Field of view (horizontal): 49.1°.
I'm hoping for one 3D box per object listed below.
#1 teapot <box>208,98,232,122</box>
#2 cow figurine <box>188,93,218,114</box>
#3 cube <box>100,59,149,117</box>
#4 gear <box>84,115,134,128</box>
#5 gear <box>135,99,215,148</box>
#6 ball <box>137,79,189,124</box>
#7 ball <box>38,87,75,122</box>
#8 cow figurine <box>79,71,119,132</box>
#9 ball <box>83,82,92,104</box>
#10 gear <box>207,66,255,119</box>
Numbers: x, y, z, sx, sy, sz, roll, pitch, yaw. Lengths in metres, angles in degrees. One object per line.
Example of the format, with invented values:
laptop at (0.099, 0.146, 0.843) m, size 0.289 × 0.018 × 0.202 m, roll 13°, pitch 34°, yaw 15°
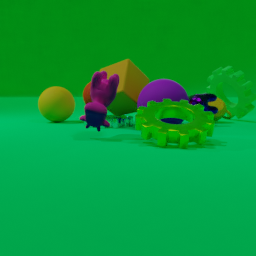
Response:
teapot at (2.795, -0.599, 9.552) m, size 1.490 × 0.730 × 0.927 m, roll 18°, pitch 55°, yaw 15°
cow figurine at (1.737, -0.625, 8.723) m, size 1.614 × 0.900 × 1.640 m, roll -1°, pitch -7°, yaw -19°
cube at (-0.168, -1.137, 8.225) m, size 1.106 × 1.106 × 1.106 m, roll -11°, pitch -31°, yaw 36°
gear at (-0.591, -0.215, 8.574) m, size 1.502 × 0.278 × 1.502 m, roll 0°, pitch 7°, yaw 0°
gear at (0.915, -0.143, 5.557) m, size 1.524 × 0.282 × 1.524 m, roll 0°, pitch 30°, yaw 0°
ball at (0.924, -0.604, 7.367) m, size 1.354 × 1.354 × 1.354 m, roll 0°, pitch 7°, yaw 0°
ball at (-2.417, -0.799, 9.520) m, size 1.209 × 1.209 × 1.209 m, roll 0°, pitch 7°, yaw 0°
cow figurine at (-0.590, -0.609, 6.220) m, size 0.688 × 1.233 × 1.253 m, roll 14°, pitch 14°, yaw 2°
ball at (-0.934, -1.047, 9.079) m, size 1.040 × 1.040 × 1.040 m, roll 0°, pitch 7°, yaw 0°
gear at (3.664, -1.256, 10.066) m, size 0.353 × 1.910 × 1.910 m, roll -30°, pitch 18°, yaw -19°
